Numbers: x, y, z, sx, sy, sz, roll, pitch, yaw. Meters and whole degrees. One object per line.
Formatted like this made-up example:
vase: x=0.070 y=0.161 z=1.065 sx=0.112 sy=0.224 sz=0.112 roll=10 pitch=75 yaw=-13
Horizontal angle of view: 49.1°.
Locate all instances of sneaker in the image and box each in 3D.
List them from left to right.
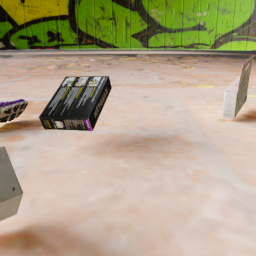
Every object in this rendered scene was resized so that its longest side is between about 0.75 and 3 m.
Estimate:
sneaker: x=-3.467 y=-0.547 z=7.252 sx=1.776 sy=0.716 sz=0.741 roll=-19 pitch=71 yaw=-44

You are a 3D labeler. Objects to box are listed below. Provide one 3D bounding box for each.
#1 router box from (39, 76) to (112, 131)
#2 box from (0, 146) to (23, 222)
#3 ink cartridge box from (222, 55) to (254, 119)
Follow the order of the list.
router box: x=-1.115 y=-0.592 z=6.238 sx=1.143 sy=0.391 sz=1.533 roll=2 pitch=44 yaw=16
box: x=-1.599 y=0.730 z=3.020 sx=0.694 sy=0.544 sz=1.116 roll=-18 pitch=-17 yaw=-32
ink cartridge box: x=3.165 y=-1.229 z=8.024 sx=0.377 sy=1.484 sz=1.684 roll=12 pitch=28 yaw=29
